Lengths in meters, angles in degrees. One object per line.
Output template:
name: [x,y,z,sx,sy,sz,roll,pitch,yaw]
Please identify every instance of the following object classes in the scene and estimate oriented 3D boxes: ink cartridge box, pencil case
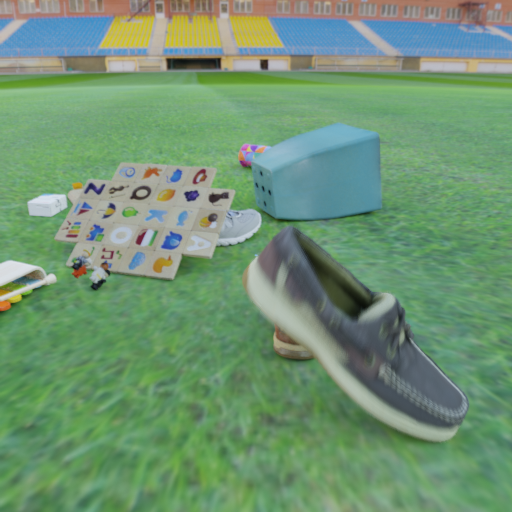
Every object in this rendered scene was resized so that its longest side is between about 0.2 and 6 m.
ink cartridge box: [-4.862,-1.182,13.059,0.565,0.326,0.774,4,22,9]
pencil case: [0.323,-2.943,17.045,1.771,0.783,0.783,17,27,32]

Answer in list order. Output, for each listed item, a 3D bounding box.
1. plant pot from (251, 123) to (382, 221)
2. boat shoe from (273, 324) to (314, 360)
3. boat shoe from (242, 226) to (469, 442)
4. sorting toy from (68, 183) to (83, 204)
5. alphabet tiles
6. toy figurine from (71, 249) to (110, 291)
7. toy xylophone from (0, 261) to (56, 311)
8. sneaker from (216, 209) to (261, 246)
plant pot: [1.294,-1.807,12.898,2.540,1.795,1.794,-17,26,-18]
boat shoe: [0.705,0.592,7.948,0.809,0.759,2.248,3,22,9]
boat shoe: [1.112,0.764,5.825,2.774,0.912,0.991,39,34,10]
sorting toy: [-3.981,-1.577,14.231,1.488,0.267,1.997,-15,25,-23]
alphabet tiles: [-2.061,-0.740,10.365,3.113,0.099,2.591,6,55,16]
toy figurine: [-2.636,0.213,8.972,0.575,0.566,0.400,33,62,1]
toy xylophone: [-3.874,0.539,8.536,1.259,0.432,1.719,14,25,31]
sneaker: [-0.921,-0.705,11.001,2.277,0.933,0.851,-12,25,-26]
